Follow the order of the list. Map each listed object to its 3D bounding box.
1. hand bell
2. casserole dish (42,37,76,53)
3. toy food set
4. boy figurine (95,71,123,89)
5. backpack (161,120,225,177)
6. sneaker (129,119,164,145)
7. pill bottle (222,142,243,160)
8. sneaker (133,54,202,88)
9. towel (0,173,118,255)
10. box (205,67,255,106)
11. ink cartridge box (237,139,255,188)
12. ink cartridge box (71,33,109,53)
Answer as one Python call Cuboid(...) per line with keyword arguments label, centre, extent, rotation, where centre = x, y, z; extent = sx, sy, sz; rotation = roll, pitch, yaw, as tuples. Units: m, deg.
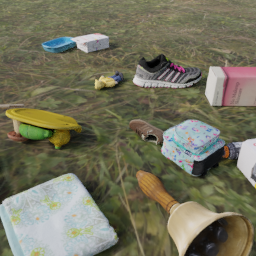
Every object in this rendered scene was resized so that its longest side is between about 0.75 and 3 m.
Cuboid(label="hand bell", centre=(0.941, 1.651, 5.957), extent=(1.557, 1.557, 2.991), rotation=(-14, 23, -19))
Cuboid(label="casserole dish", centre=(-3.899, -4.743, 16.035), extent=(1.294, 0.414, 2.136), rotation=(20, 38, 28))
Cuboid(label="toy food set", centre=(-2.825, 0.007, 8.621), extent=(2.842, 0.928, 1.672), rotation=(15, 12, 18))
Cuboid(label="boy figurine", centre=(-0.887, -2.025, 11.927), extent=(1.415, 0.456, 0.880), rotation=(-26, 44, -37))
Cuboid(label="backpack", centre=(1.697, 0.443, 7.685), extent=(1.347, 1.142, 1.517), rotation=(-25, 36, -33))
Cuboid(label="sneaker", centre=(0.523, 0.121, 8.671), extent=(1.303, 0.459, 0.492), rotation=(20, 41, 27))
Cuboid(label="pill bottle", centre=(3.100, 0.640, 7.889), extent=(0.901, 0.479, 0.479), rotation=(-5, 34, -6))
Cuboid(label="sneaker", centre=(1.706, -2.464, 11.797), extent=(2.967, 1.298, 1.095), rotation=(-2, 34, -3))
Cuboid(label="towel", centre=(-1.539, 1.952, 5.876), extent=(1.868, 0.525, 2.182), rotation=(-20, 39, -26))
Cuboid(label="box", centre=(4.022, -1.558, 10.511), extent=(1.897, 1.213, 1.033), rotation=(0, 34, 0))
Cuboid(label="ink cartridge box", centre=(3.957, 1.167, 6.666), extent=(1.627, 0.944, 2.204), rotation=(-7, 32, -11))
Cuboid(label="ink cartridge box", centre=(-2.161, -4.828, 15.945), extent=(1.911, 0.645, 1.113), rotation=(-24, 41, -33))
